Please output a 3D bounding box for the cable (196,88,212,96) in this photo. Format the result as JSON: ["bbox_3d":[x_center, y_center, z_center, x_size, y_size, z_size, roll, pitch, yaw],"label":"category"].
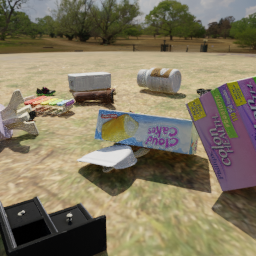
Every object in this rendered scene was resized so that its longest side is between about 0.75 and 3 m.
[{"bbox_3d":[4.387,-1.936,16.120,1.053,0.546,2.168,-21,11,-9],"label":"cable"}]

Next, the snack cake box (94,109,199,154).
[{"bbox_3d":[0.621,0.127,8.399,2.792,0.938,1.605,8,-4,21],"label":"snack cake box"}]

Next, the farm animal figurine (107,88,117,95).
[{"bbox_3d":[-1.053,-1.861,15.499,0.856,0.451,0.866,-29,30,-15],"label":"farm animal figurine"}]

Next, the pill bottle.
[{"bbox_3d":[1.868,-2.945,17.132,2.503,1.431,1.431,12,23,33],"label":"pill bottle"}]

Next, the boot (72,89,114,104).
[{"bbox_3d":[-1.816,-1.599,14.195,2.168,0.696,2.020,1,1,-6],"label":"boot"}]

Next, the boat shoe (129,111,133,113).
[{"bbox_3d":[0.153,-0.496,11.659,1.328,0.440,0.496,11,22,29],"label":"boat shoe"}]

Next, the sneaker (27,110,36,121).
[{"bbox_3d":[-4.604,-0.452,11.562,1.444,0.580,0.623,-5,9,-42],"label":"sneaker"}]

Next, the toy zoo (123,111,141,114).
[{"bbox_3d":[-0.005,-0.605,12.478,0.992,0.102,0.651,7,21,19],"label":"toy zoo"}]

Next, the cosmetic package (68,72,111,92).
[{"bbox_3d":[-2.423,-2.987,17.876,2.457,0.997,1.387,-13,21,-30],"label":"cosmetic package"}]

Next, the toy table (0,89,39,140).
[{"bbox_3d":[-3.985,-0.372,9.850,1.093,1.716,1.867,-21,33,-7],"label":"toy table"}]

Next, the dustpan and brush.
[{"bbox_3d":[-0.140,0.807,7.959,1.528,0.627,2.190,2,22,46],"label":"dustpan and brush"}]

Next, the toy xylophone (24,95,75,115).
[{"bbox_3d":[-3.641,-1.152,13.276,2.397,0.602,1.755,4,19,9],"label":"toy xylophone"}]

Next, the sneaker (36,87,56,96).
[{"bbox_3d":[-4.775,-2.147,16.268,1.168,0.489,0.448,-1,19,-3],"label":"sneaker"}]

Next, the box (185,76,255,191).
[{"bbox_3d":[3.107,-0.022,7.080,2.623,2.307,1.268,-16,-8,-38],"label":"box"}]

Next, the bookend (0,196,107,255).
[{"bbox_3d":[-1.402,1.715,4.986,1.548,0.713,1.538,-11,22,-29],"label":"bookend"}]
